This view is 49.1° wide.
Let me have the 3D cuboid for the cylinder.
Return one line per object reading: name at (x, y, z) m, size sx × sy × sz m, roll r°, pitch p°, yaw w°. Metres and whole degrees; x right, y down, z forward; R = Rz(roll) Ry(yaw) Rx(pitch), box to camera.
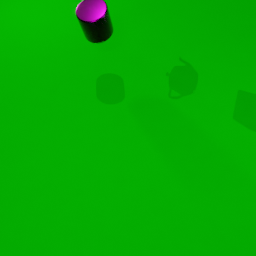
cylinder at (-0.826, -2.700, 7.072) m, size 0.795 × 0.795 × 0.795 m, roll -3°, pitch 68°, yaw 8°
